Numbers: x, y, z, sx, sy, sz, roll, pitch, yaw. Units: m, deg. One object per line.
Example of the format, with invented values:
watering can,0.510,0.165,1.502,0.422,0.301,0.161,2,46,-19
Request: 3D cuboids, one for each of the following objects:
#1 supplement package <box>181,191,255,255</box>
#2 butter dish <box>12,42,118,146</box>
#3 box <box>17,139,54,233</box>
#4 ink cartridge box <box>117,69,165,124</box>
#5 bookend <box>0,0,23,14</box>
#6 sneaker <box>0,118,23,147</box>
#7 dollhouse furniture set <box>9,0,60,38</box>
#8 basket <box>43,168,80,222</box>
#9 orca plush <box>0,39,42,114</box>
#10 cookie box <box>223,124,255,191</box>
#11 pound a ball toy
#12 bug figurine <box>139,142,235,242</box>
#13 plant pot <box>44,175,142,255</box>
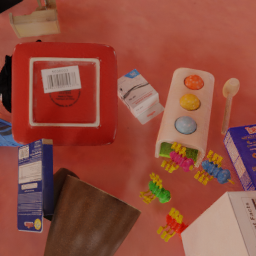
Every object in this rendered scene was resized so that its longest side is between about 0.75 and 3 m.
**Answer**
supplement package,2.739,2.363,4.513,2.859,2.169,2.154,0,54,-12
butter dish,-1.528,-0.795,7.295,2.489,1.840,2.482,0,89,-4
box,-1.841,1.134,5.519,0.275,1.027,1.696,11,71,-45
ink cartridge box,0.304,-0.918,8.043,0.857,0.501,1.478,-34,61,-7
bookend,-5.149,-5.271,11.175,1.253,0.577,1.246,32,61,21
sneaker,-3.248,0.234,7.260,2.244,0.740,0.880,21,75,12
dollhouse furniture set,-3.347,-4.513,9.823,1.515,1.999,2.281,-9,82,-8
basket,-1.607,1.476,6.334,0.944,0.712,1.047,26,55,9
orca plush,-3.252,-1.836,8.459,1.506,1.017,2.862,10,55,7
cookie box,3.386,0.759,6.836,1.501,0.659,1.755,-7,55,-5
pound a ball toy,1.947,-0.493,7.377,1.908,1.243,2.926,13,56,9
bug figurine,1.215,1.310,6.111,1.647,0.546,2.123,41,104,40
plant pot,-0.869,2.104,5.464,1.688,1.688,1.806,22,74,15
